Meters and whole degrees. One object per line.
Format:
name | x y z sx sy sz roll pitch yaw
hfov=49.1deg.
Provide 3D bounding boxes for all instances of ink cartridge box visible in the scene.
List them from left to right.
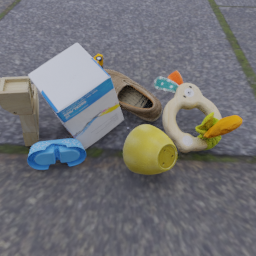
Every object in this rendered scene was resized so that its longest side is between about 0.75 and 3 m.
ink cartridge box | -1.292 -0.770 7.648 1.557 2.153 1.585 -37 62 -10

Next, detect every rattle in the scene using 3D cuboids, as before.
rattle | 1.737 -0.845 7.701 1.803 1.979 2.770 -12 71 5

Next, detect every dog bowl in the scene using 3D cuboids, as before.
dog bowl | -1.856 0.659 7.336 1.482 0.826 0.367 -6 47 -13

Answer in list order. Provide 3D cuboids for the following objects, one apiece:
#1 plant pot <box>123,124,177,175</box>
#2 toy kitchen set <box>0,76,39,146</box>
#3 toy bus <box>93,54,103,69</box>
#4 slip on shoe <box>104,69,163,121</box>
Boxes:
plant pot | 0.657 0.606 6.871 1.290 1.290 0.915 -30 24 -28
toy kitchen set | -3.461 -0.639 7.959 1.712 1.897 1.548 -5 42 -12
toy bus | -1.456 -2.075 10.345 0.637 0.529 1.627 17 57 10
slip on shoe | -0.193 -1.151 8.975 2.825 0.856 1.074 35 90 19
